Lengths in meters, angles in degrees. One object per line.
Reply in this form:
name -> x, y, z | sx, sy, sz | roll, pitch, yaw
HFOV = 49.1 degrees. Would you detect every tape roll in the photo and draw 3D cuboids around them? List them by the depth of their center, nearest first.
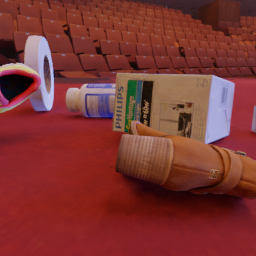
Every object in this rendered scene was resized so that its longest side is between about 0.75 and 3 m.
tape roll -> -3.542, -2.176, 11.391 | 0.547, 2.995, 2.995 | -2, 13, -5

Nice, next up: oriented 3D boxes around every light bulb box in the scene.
light bulb box -> 1.197, -0.539, 7.029 | 2.317, 1.446, 2.296 | 8, 7, 30

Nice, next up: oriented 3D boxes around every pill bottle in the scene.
pill bottle -> -1.067, -0.991, 10.134 | 2.156, 1.208, 1.208 | 2, 13, 10

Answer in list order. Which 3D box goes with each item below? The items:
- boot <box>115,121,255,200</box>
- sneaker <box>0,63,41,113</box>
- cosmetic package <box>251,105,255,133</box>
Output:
boot -> 0.873, 0.457, 4.406 | 1.900, 0.939, 2.448 | 11, -3, 3
sneaker -> -3.299, -0.731, 6.246 | 2.996, 1.171, 1.353 | -34, 30, -28
cosmetic package -> 3.986, -0.203, 7.568 | 0.918, 0.763, 0.768 | 0, 12, -5
